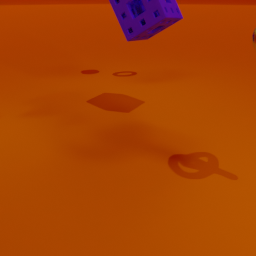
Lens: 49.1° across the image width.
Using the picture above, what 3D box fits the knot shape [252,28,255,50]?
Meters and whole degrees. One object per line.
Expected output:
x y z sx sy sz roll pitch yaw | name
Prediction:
2.471 -1.320 3.922 1.365 1.458 0.674 -11 4 9 | knot shape

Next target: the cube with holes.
0.496 -3.198 7.482 1.230 1.230 1.230 -21 6 35 | cube with holes
